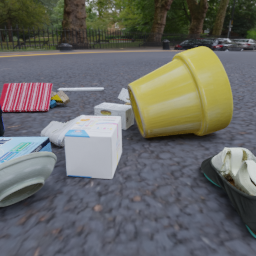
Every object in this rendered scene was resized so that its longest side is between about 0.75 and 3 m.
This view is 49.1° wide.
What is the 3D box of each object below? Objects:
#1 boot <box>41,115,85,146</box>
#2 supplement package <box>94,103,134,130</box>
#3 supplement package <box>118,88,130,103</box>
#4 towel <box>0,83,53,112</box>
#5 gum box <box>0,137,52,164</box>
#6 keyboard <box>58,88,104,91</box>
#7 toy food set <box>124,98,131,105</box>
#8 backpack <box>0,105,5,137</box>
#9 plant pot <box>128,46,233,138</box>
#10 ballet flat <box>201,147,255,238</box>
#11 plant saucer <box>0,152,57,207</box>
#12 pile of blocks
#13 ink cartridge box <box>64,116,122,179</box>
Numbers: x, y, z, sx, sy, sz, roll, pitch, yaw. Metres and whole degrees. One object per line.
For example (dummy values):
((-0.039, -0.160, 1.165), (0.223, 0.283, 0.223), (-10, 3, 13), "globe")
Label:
((-1.975, -0.069, 8.744), (0.802, 0.618, 1.679), (22, 30, 11), "boot")
((-0.494, -0.445, 10.081), (1.268, 0.721, 0.695), (8, 22, 25), "supplement package")
((0.103, -1.145, 10.878), (0.798, 0.443, 0.622), (26, 1, 11), "supplement package")
((-4.410, -1.314, 12.061), (2.172, 0.244, 1.571), (-1, 57, -2), "towel")
((-3.360, 0.792, 6.678), (2.362, 0.526, 2.006), (0, 19, 10), "gum box")
((-2.669, -2.227, 16.015), (2.561, 0.137, 0.721), (-1, 19, -4), "keyboard")
((0.063, -0.678, 10.449), (0.577, 0.835, 0.168), (19, 14, 2), "toy food set")
((-4.465, -0.242, 8.391), (1.266, 1.509, 1.226), (1, 19, 35), "backpack")
((1.454, -0.911, 8.893), (2.586, 2.748, 2.748), (-16, 21, -4), "plant pot")
((2.324, 0.987, 5.661), (0.974, 0.980, 2.864), (-1, 19, -8), "ballet flat")
((-2.098, 1.070, 5.273), (1.743, 1.743, 0.437), (-17, 69, -40), "plant saucer")
((-3.840, -1.250, 12.645), (2.522, 1.035, 0.784), (11, -22, 5), "pile of blocks")
((-0.796, 0.381, 7.186), (1.121, 1.092, 1.743), (2, 20, 6), "ink cartridge box")
